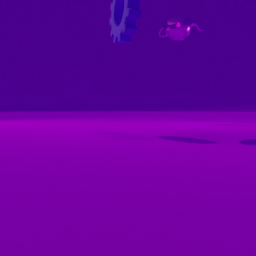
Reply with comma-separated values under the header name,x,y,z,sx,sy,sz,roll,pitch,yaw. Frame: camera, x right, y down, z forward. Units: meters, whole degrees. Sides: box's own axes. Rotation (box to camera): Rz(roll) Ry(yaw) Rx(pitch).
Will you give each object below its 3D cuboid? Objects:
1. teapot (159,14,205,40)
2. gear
name,x,y,z,sx,sy,sz,roll,pitch,yaw
teapot,2.139,-4.032,11.396,1.862,0.912,1.158,-5,41,21
gear,-0.076,-2.506,5.959,0.253,1.368,1.368,1,3,-20
